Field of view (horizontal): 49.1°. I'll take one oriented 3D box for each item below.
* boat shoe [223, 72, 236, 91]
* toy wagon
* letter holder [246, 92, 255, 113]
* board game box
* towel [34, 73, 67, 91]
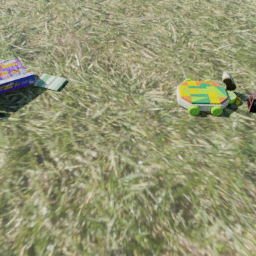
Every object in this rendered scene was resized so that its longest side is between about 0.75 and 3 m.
[{"bbox_3d":[4.129,-1.890,11.430,0.429,1.189,0.386,-14,63,30],"label":"boat shoe"},{"bbox_3d":[3.284,-1.317,11.354,2.550,0.504,1.978,1,44,1],"label":"toy wagon"},{"bbox_3d":[5.439,-1.087,11.018,1.301,0.654,0.925,6,42,6],"label":"letter holder"},{"bbox_3d":[-5.300,-2.115,11.625,1.508,0.502,2.243,38,45,23],"label":"board game box"},{"bbox_3d":[-3.422,-2.022,12.370,1.211,0.142,0.924,15,46,14],"label":"towel"}]
